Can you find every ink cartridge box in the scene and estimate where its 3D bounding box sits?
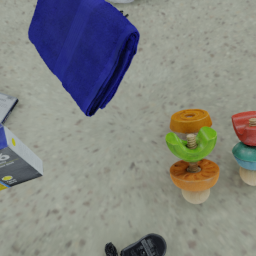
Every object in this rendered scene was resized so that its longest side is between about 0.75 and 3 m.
[{"bbox_3d":[-2.928,0.699,5.096,2.086,2.111,0.496,-18,62,-1],"label":"ink cartridge box"}]

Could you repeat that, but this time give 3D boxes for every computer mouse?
[{"bbox_3d":[0.250,3.129,6.978,1.515,0.399,1.049,-24,66,1],"label":"computer mouse"}]

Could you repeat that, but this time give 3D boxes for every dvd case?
[{"bbox_3d":[-4.552,-0.395,8.924,1.376,0.226,1.831,18,63,10],"label":"dvd case"}]

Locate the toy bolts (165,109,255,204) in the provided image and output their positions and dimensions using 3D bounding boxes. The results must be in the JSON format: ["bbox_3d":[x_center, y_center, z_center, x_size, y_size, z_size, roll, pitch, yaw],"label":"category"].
[{"bbox_3d":[2.534,0.698,7.886,2.848,1.975,2.721,-8,21,6],"label":"toy bolts"}]

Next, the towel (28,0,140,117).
[{"bbox_3d":[-1.066,-1.986,6.174,0.731,2.179,2.951,-10,53,-48],"label":"towel"}]

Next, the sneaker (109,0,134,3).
[{"bbox_3d":[0.330,-6.110,11.228,2.758,1.569,1.041,-20,64,-10],"label":"sneaker"}]

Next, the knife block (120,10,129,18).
[{"bbox_3d":[-0.487,-3.883,10.248,0.463,1.447,1.270,27,94,14],"label":"knife block"}]
